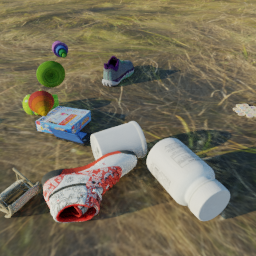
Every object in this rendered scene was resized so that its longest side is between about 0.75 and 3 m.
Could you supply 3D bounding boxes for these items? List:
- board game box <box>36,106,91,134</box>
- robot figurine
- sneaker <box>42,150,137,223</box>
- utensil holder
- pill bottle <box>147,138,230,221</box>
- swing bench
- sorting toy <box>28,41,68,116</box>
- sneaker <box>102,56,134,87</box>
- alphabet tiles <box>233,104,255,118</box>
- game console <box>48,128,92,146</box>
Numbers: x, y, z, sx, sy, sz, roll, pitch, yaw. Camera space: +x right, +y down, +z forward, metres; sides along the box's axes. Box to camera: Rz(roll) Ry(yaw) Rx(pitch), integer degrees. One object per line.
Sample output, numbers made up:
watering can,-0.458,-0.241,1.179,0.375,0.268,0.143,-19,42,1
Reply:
board game box,-2.446,-0.290,10.813,1.512,0.431,1.544,10,29,18
robot figurine,-3.665,-1.012,11.699,1.507,0.872,1.322,-8,38,-14
sneaker,-0.802,1.615,7.641,2.844,0.950,1.524,-14,40,-20
utensil holder,-0.320,0.552,8.967,1.466,1.246,1.246,-16,36,-21
pill bottle,1.597,1.353,7.643,1.294,1.294,2.263,-16,36,-23
swing bench,-3.090,1.794,7.595,1.032,0.670,1.027,24,39,21
sorting toy,-1.666,-0.953,6.089,0.625,1.802,0.620,12,27,-32
sneaker,-0.423,-3.311,14.847,1.111,1.307,2.987,11,35,17
alphabet tiles,5.133,-0.754,12.036,1.064,0.079,1.087,-6,34,-8
game console,-2.010,0.144,10.045,1.236,0.731,1.055,13,35,20
